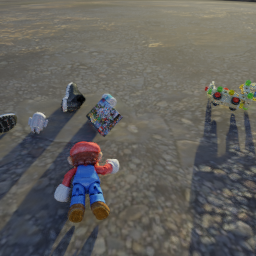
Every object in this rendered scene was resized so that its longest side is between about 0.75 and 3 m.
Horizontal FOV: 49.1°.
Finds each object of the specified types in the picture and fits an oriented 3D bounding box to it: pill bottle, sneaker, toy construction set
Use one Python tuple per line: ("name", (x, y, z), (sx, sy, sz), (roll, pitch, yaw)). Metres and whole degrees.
("pill bottle", (-0.874, -1.249, 12.527), (0.452, 0.452, 0.815), (-16, 34, -24))
("sneaker", (-5.135, -0.178, 10.518), (1.867, 0.733, 0.832), (-22, 40, -31))
("sneaker", (-2.345, -1.385, 12.565), (0.958, 0.704, 2.118), (2, 35, -2))
("toy construction set", (4.508, -1.539, 12.346), (2.453, 1.130, 1.609), (10, 56, 30))

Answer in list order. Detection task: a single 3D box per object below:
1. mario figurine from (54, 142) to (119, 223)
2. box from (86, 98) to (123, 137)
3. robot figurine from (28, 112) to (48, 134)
("mario figurine", (-1.100, 1.487, 7.902), (1.538, 1.321, 2.492), (26, 33, -28))
("box", (-0.932, -0.440, 10.704), (1.032, 0.285, 1.512), (-47, 40, 2))
("robot figurine", (-3.406, -0.220, 10.578), (0.714, 0.476, 0.842), (11, 69, -5))
